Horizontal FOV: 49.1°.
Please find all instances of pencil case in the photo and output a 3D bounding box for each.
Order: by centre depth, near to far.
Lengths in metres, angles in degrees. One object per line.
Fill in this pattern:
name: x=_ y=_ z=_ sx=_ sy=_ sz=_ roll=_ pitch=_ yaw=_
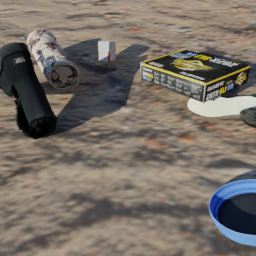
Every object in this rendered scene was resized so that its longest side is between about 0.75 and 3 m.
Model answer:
pencil case: x=-2.766 y=-2.558 z=10.378 sx=1.267 sy=1.102 sz=2.833 roll=21 pitch=26 yaw=-49

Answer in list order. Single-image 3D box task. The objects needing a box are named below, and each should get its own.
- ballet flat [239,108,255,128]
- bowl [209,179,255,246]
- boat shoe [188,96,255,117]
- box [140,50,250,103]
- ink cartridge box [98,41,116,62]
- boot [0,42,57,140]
ballet flat: x=4.224 y=-0.106 z=8.008 sx=2.092 sy=0.695 sz=0.594 roll=24 pitch=19 yaw=0
bowl: x=2.673 y=1.751 z=5.965 sx=1.812 sy=0.356 sz=1.812 roll=-14 pitch=21 yaw=5
boat shoe: x=2.988 y=-0.641 z=8.892 sx=2.118 sy=0.654 sz=0.771 roll=2 pitch=76 yaw=21
box: x=2.206 y=-1.887 z=9.534 sx=2.293 sy=0.709 sz=2.872 roll=-22 pitch=35 yaw=-31
ink cartridge box: x=-0.806 y=-2.994 z=10.895 sx=0.426 sy=0.749 sz=1.028 roll=5 pitch=18 yaw=10
boot: x=-3.045 y=-0.773 z=8.347 sx=1.105 sy=2.894 sz=2.432 roll=-18 pitch=82 yaw=-26
